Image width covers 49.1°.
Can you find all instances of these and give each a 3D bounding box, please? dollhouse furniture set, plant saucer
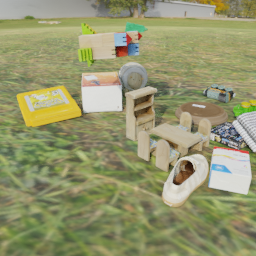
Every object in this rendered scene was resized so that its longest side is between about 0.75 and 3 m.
[{"bbox_3d":[1.217,-0.180,9.685,2.349,1.780,2.680,-22,33,-38],"label":"dollhouse furniture set"},{"bbox_3d":[3.260,-0.697,12.457,2.313,0.341,2.313,-1,25,0],"label":"plant saucer"}]

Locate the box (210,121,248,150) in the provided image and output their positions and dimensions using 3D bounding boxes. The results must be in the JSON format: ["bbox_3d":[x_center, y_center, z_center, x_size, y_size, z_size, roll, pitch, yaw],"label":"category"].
[{"bbox_3d":[3.887,0.261,10.445,1.392,0.346,1.382,-20,33,-36],"label":"box"}]

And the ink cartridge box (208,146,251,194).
[{"bbox_3d":[3.022,1.116,8.346,1.052,0.609,1.811,8,26,16],"label":"ink cartridge box"}]

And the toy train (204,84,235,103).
[{"bbox_3d":[4.675,-1.780,14.406,0.882,0.659,1.547,-32,39,-33],"label":"toy train"}]

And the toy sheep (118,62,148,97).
[{"bbox_3d":[0.230,-2.642,14.845,1.750,1.750,2.538,-5,27,-10],"label":"toy sheep"}]

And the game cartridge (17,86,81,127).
[{"bbox_3d":[-3.617,-1.055,12.650,2.337,0.430,2.651,-15,36,-22],"label":"game cartridge"}]

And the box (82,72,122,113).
[{"bbox_3d":[-1.294,-1.801,13.637,1.830,1.278,2.404,-3,26,-7],"label":"box"}]

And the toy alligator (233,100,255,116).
[{"bbox_3d":[5.441,-0.899,12.389,2.463,0.730,0.668,-13,29,-26],"label":"toy alligator"}]

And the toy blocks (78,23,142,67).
[{"bbox_3d":[-0.483,-2.914,9.713,2.006,1.466,2.934,-3,20,3],"label":"toy blocks"}]

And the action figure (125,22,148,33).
[{"bbox_3d":[0.407,-4.641,13.121,1.057,0.625,0.289,8,-8,12],"label":"action figure"}]

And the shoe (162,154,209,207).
[{"bbox_3d":[1.726,1.286,7.942,0.858,0.655,2.455,15,29,28],"label":"shoe"}]

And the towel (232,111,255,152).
[{"bbox_3d":[4.692,0.059,9.832,1.657,0.709,1.372,-9,52,-30],"label":"towel"}]
